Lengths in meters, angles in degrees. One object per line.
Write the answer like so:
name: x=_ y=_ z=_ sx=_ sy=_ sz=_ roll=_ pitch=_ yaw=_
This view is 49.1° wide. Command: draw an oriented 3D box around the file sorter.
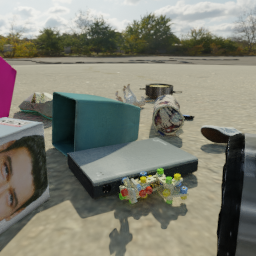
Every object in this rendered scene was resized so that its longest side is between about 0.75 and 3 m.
file sorter: x=-5.080 y=-1.394 z=9.884 sx=1.332 sy=2.123 sz=1.476 roll=-1 pitch=-18 yaw=11

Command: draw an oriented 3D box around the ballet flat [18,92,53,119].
ballet flat: x=-3.499 y=-0.997 z=11.306 sx=2.879 sy=0.917 sz=0.970 roll=15 pitch=14 yaw=42

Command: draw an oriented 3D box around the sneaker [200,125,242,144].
sneaker: x=2.717 y=0.178 z=7.985 sx=1.267 sy=0.461 sz=0.537 roll=18 pitch=32 yaw=17

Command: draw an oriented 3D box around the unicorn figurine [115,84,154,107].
unicorn figurine: x=0.133 y=-1.302 z=12.424 sx=1.797 sy=1.234 sz=0.664 roll=-37 pitch=18 yaw=-32

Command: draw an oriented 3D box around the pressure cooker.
pressure cooker: x=2.066 y=0.928 z=3.241 sx=1.923 sy=1.691 sz=1.718 roll=7 pitch=4 yaw=20

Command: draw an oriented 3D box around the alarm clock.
alarm clock: x=1.873 y=-1.967 z=15.062 sx=2.238 sy=0.745 sz=1.509 roll=9 pitch=18 yaw=35

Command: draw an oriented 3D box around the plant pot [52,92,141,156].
plant pot: x=-0.769 y=-0.150 z=7.547 sx=2.097 sy=1.482 sz=1.482 roll=-5 pitch=16 yaw=-34

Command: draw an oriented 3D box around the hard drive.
hard drive: x=0.070 y=0.759 z=6.144 sx=2.392 sy=0.393 sz=1.669 roll=-8 pitch=18 yaw=-27

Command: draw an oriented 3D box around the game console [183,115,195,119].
game console: x=1.927 y=-0.524 z=11.049 sx=1.416 sy=0.171 sz=0.835 roll=10 pitch=19 yaw=30

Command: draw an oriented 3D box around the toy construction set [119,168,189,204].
toy construction set: x=0.343 y=1.065 z=4.869 sx=1.288 sy=0.593 sz=0.844 roll=2 pitch=12 yaw=-36

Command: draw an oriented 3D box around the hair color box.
hair color box: x=-2.355 y=0.895 z=3.732 sx=0.886 sy=1.447 sz=2.923 roll=7 pitch=17 yaw=22

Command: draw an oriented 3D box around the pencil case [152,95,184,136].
pencil case: x=1.358 y=-0.490 z=9.556 sx=0.949 sy=1.091 sz=2.440 roll=-26 pitch=11 yaw=13
